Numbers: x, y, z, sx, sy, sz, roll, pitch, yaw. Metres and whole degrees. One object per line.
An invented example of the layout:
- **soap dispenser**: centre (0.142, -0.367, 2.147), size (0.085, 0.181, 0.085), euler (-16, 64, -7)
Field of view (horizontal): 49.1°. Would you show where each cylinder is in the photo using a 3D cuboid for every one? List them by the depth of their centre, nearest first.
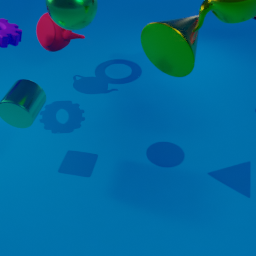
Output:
- **cylinder**: centre (-2.252, -0.517, 5.992), size (0.768, 0.768, 0.768), euler (8, 47, 8)

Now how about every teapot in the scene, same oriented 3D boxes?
- **teapot**: centre (1.237, -1.484, 3.250), size (1.113, 0.545, 0.692), euler (-22, 46, 7)
- **teapot**: centre (-2.142, -2.896, 8.536), size (1.815, 1.129, 0.889), euler (21, 24, 31)

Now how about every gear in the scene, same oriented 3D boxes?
- **gear**: centre (-3.394, -2.392, 6.795), size (1.505, 0.278, 1.505), euler (15, 31, -9)

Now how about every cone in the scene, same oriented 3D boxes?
- **cone**: centre (0.931, -1.580, 4.661), size (1.038, 1.038, 1.042), euler (30, 67, 28)

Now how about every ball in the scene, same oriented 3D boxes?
- **ball**: centre (-0.987, -2.200, 4.944), size (0.907, 0.907, 0.907), euler (0, 44, 0)

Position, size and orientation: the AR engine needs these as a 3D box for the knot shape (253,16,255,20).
- **knot shape**: centre (2.800, -3.150, 6.250), size (1.348, 1.441, 0.666), euler (3, 1, 16)
